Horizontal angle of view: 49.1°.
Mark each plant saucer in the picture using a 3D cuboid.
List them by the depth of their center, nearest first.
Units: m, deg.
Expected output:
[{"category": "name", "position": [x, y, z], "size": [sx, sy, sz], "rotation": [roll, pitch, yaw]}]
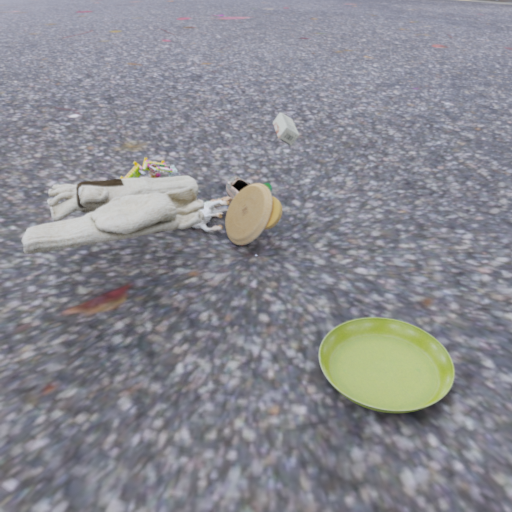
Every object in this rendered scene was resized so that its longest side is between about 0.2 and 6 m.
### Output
[{"category": "plant saucer", "position": [1.985, 1.711, 8.675], "size": [2.039, 0.317, 2.039], "rotation": [-1, 33, 0]}]

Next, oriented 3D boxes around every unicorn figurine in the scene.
[{"category": "unicorn figurine", "position": [-1.194, -0.906, 12.520], "size": [1.124, 0.604, 1.636], "rotation": [3, 17, 25]}]

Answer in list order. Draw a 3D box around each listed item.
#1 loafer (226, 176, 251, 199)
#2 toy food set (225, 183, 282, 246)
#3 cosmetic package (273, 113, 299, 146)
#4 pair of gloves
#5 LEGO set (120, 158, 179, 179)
[{"category": "loafer", "position": [-0.308, -1.548, 13.393], "size": [0.685, 0.599, 1.905], "rotation": [-7, 34, -11]}, {"category": "toy food set", "position": [-0.118, -0.899, 11.842], "size": [0.349, 1.436, 1.422], "rotation": [22, 31, -39]}, {"category": "cosmetic package", "position": [0.624, -2.690, 11.887], "size": [0.369, 0.311, 0.713], "rotation": [24, 32, -26]}, {"category": "pair of gloves", "position": [-2.384, -0.934, 9.760], "size": [2.872, 0.592, 3.378], "rotation": [-9, 21, -6]}, {"category": "LEGO set", "position": [-2.667, -1.922, 13.767], "size": [1.743, 0.802, 0.649], "rotation": [-22, 35, -30]}]
